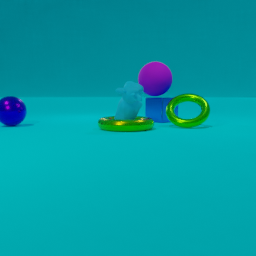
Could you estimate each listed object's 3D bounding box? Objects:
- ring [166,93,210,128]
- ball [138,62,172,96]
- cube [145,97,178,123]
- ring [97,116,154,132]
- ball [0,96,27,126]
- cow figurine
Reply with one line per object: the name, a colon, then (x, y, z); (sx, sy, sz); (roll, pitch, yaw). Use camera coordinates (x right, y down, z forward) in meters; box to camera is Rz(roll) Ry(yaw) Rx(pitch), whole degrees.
ring: (1.861, -0.561, 8.743); (1.368, 0.274, 1.368); (-7, 50, 8)
ball: (0.987, -1.771, 10.169); (1.240, 1.240, 1.240); (0, 7, 0)
cube: (1.262, -0.690, 10.479); (0.894, 0.894, 0.894); (-6, 9, -40)
ring: (-0.059, -0.144, 8.297); (1.682, 0.336, 1.682); (0, 7, 0)
ball: (-3.733, -0.539, 8.929); (0.954, 0.954, 0.954); (0, 7, 0)
cow figurine: (-0.010, -0.605, 7.954); (0.769, 1.401, 1.378); (23, 7, 8)
